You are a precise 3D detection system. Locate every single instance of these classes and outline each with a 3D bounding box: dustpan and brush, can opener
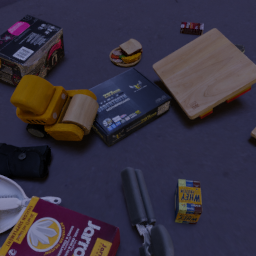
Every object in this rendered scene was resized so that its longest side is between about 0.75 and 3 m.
[{"bbox_3d":[-3.165,2.070,7.776,2.509,0.718,1.751,0,85,-18],"label":"dustpan and brush"},{"bbox_3d":[0.534,2.348,7.599,0.964,0.763,2.900,-38,51,24],"label":"can opener"}]

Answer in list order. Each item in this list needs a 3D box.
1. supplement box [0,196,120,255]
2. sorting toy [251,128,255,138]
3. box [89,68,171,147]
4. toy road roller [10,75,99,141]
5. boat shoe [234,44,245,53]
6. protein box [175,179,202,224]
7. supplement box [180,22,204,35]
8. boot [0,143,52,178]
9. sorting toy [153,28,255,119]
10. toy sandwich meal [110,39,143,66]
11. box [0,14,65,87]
[{"bbox_3d":[-1.596,2.980,6.929,2.437,1.258,1.595,15,52,12],"label":"supplement box"},{"bbox_3d":[5.219,0.303,9.649,1.507,0.524,1.498,37,60,27],"label":"sorting toy"},{"bbox_3d":[-0.217,-0.907,10.511,2.922,0.745,2.304,-30,55,-22],"label":"box"},{"bbox_3d":[-2.507,-0.728,9.154,2.662,1.943,1.636,3,60,26],"label":"toy road roller"},{"bbox_3d":[4.549,-3.681,12.927,1.857,0.610,0.663,-6,50,-5],"label":"boat shoe"},{"bbox_3d":[1.672,2.085,7.906,0.618,0.909,0.915,4,50,3],"label":"protein box"},{"bbox_3d":[3.253,-5.074,14.271,1.126,0.343,0.613,7,50,7],"label":"supplement box"},{"bbox_3d":[-3.481,1.339,8.560,1.852,0.842,2.204,3,44,8],"label":"boot"},{"bbox_3d":[2.952,-1.966,10.798,2.937,1.022,2.920,-31,57,2],"label":"sorting toy"},{"bbox_3d":[-0.065,-3.436,12.758,1.619,0.554,1.619,0,50,0],"label":"toy sandwich meal"},{"bbox_3d":[-4.156,-3.146,11.766,1.835,1.594,2.778,24,55,8],"label":"box"}]
